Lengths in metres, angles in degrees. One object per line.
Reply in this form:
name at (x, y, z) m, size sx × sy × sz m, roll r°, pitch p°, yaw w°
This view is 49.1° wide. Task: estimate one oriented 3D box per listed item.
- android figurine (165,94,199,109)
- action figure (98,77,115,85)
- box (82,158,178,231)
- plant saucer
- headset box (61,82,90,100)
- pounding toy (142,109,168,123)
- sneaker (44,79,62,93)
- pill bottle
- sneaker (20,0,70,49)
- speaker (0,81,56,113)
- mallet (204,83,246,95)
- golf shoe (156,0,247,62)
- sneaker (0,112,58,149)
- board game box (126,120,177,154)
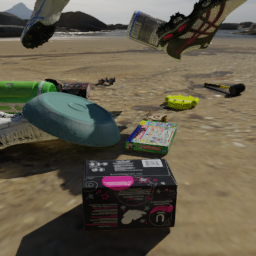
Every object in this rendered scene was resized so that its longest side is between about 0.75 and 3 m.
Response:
android figurine at (1.848, -0.930, 9.717) m, size 1.145 × 0.258 × 1.257 m, roll 10°, pitch 22°, yaw 23°
action figure at (-1.012, -2.157, 12.762) m, size 0.870 × 0.302 × 0.566 m, roll 7°, pitch 28°, yaw 25°
box at (-0.006, 0.975, 4.229) m, size 1.305 × 0.749 × 0.863 m, roll 0°, pitch 20°, yaw -5°
plant saucer at (-1.271, -0.340, 6.853) m, size 2.451 × 0.441 × 2.451 m, roll 19°, pitch 19°, yaw -7°
headset box at (-1.953, -1.389, 10.543) m, size 0.952 × 0.481 × 1.281 m, roll 0°, pitch 22°, yaw -1°
pounding toy at (0.817, -0.297, 7.846) m, size 0.768 × 0.441 × 0.439 m, roll -18°, pitch 24°, yaw -38°
sneaker at (-2.783, -1.323, 9.802) m, size 0.624 × 0.904 × 1.625 m, roll -17°, pitch 27°, yaw -36°
pill bottle at (0.922, -3.411, 10.019) m, size 1.780 × 1.013 × 1.013 m, roll 22°, pitch 23°, yaw 0°
sneaker at (-2.420, -3.290, 8.060) m, size 0.821 × 2.264 × 0.814 m, roll 29°, pitch -4°, yaw 23°
speaker at (-3.543, -0.963, 8.722) m, size 2.441 × 1.079 × 1.079 m, roll 1°, pitch 22°, yaw 3°
mallet at (3.842, -1.684, 11.585) m, size 0.622 × 0.389 × 1.889 m, roll -21°, pitch 24°, yaw -34°
golf shoe at (2.300, -3.137, 8.293) m, size 2.923 × 1.287 × 1.128 m, roll -25°, pitch 30°, yaw 23°
sneaker at (-2.608, 0.075, 6.512) m, size 2.517 × 0.946 × 1.020 m, roll -2°, pitch 33°, yaw 6°
board game box at (0.627, 0.186, 6.944) m, size 0.989 × 0.214 × 1.469 m, roll 7°, pitch 23°, yaw 15°
